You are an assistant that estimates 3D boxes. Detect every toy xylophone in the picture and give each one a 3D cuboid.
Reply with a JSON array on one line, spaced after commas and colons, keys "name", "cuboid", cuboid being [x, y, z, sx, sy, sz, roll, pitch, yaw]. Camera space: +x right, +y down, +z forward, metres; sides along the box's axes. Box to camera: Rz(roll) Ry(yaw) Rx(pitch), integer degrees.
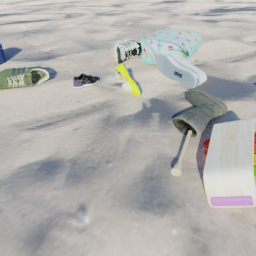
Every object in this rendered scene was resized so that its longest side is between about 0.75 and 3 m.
[{"name": "toy xylophone", "cuboid": [2.352, 0.666, 6.929, 2.114, 0.726, 2.888, -5, 32, 37]}]

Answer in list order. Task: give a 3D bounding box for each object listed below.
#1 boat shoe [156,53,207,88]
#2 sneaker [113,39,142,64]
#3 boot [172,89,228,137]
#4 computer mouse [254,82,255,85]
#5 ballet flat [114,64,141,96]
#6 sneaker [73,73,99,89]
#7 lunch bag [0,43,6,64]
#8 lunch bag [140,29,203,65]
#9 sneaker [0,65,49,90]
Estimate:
[{"name": "boat shoe", "cuboid": [2.287, -2.528, 11.684, 1.077, 0.933, 2.525, -21, 41, -28]}, {"name": "sneaker", "cuboid": [0.047, -3.781, 13.558, 1.074, 0.926, 2.449, 11, 36, 15]}, {"name": "boot", "cuboid": [2.071, -0.513, 9.041, 1.896, 0.688, 1.724, -32, 43, -29]}, {"name": "computer mouse", "cuboid": [5.696, -1.794, 11.241, 1.181, 0.201, 0.346, 3, 35, 5]}, {"name": "ballet flat", "cuboid": [-0.064, -1.749, 10.570, 0.520, 0.518, 1.551, -22, 68, -15]}, {"name": "sneaker", "cuboid": [-1.656, -1.961, 11.209, 1.156, 0.506, 0.438, -26, 42, -33]}, {"name": "lunch bag", "cuboid": [-6.499, -3.451, 12.940, 1.076, 1.048, 1.584, 14, 37, 19]}, {"name": "lunch bag", "cuboid": [2.097, -3.740, 13.029, 2.413, 1.471, 2.055, 13, 35, 27]}, {"name": "sneaker", "cuboid": [-4.149, -1.971, 10.972, 2.262, 0.758, 1.015, -25, 36, -37]}]
